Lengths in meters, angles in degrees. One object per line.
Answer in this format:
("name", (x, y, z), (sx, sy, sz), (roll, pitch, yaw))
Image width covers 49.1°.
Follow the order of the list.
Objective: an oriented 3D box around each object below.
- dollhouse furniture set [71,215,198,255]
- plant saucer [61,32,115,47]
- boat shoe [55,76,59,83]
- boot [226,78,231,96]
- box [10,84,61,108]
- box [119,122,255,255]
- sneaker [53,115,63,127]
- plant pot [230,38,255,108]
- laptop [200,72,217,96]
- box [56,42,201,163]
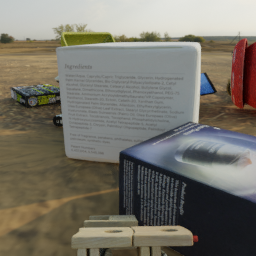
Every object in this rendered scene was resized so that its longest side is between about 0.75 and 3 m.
("dollhouse furniture set", (0.040, 1.405, 2.684), (0.965, 0.970, 1.377), (0, -11, -2))
("plant saucer", (-1.217, -2.245, 10.978), (0.700, 2.922, 2.918), (-19, 4, 37))
("boat shoe", (-2.343, -2.276, 13.271), (2.660, 0.822, 0.996), (-1, 40, 30))
("boot", (4.950, -1.791, 12.144), (2.360, 0.891, 2.695), (11, 18, -7))
("box", (-3.589, -1.351, 11.319), (1.718, 0.475, 2.144), (-12, 22, -34))
("box", (1.167, 0.769, 3.825), (1.854, 1.152, 1.869), (17, 25, 38))
("sneaker", (-1.493, -0.224, 7.976), (1.275, 0.424, 0.577), (8, 22, 27))
("plant pot", (4.718, -1.726, 9.196), (2.400, 2.636, 2.636), (2, 17, 26))
("laptop", (1.819, -1.969, 10.036), (2.243, 1.158, 1.988), (38, 25, -18))
("box", (0.244, -0.746, 6.438), (2.745, 2.351, 2.731), (5, 19, 14))
